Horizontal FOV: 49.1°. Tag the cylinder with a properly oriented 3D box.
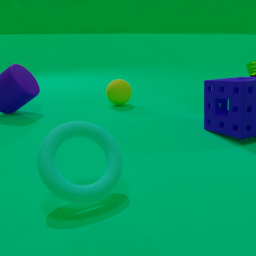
[{"bbox_3d":[-3.237,-1.086,7.891,1.053,1.053,1.053,-31,14,16],"label":"cylinder"}]

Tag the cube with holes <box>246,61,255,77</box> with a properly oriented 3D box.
[{"bbox_3d":[4.128,-1.286,7.843,1.207,1.207,1.207,-15,21,25],"label":"cube with holes"}]

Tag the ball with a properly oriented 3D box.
[{"bbox_3d":[-0.285,-1.128,8.873,0.810,0.810,0.810,0,20,0],"label":"ball"}]

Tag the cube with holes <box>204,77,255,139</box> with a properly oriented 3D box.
[{"bbox_3d":[2.630,-0.539,6.506,1.198,1.198,1.198,-9,14,-24],"label":"cube with holes"}]

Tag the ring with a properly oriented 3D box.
[{"bbox_3d":[-0.658,0.464,3.997,1.231,0.246,1.231,10,60,-18],"label":"ring"}]
